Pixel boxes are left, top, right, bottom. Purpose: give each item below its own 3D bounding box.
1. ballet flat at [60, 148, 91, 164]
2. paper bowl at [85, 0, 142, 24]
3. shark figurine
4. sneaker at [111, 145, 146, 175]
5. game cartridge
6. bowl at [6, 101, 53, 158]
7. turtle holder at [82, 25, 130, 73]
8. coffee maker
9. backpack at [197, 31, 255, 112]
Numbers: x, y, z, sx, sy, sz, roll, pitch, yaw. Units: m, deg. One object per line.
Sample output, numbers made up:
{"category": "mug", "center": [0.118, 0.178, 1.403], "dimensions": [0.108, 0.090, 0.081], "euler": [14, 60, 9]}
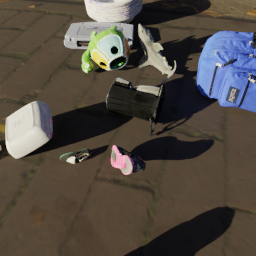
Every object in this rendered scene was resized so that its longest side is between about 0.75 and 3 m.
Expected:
{"category": "ballet flat", "center": [-1.323, 0.739, 7.157], "dimensions": [0.811, 0.276, 0.277], "euler": [-17, 54, -17]}
{"category": "paper bowl", "center": [-0.649, -5.799, 13.202], "dimensions": [2.667, 1.387, 2.667], "euler": [-2, 49, 3]}
{"category": "shark figurine", "center": [0.936, -2.424, 10.330], "dimensions": [1.056, 1.512, 2.530], "euler": [-30, 64, 4]}
{"category": "sneaker", "center": [0.004, 0.757, 6.676], "dimensions": [0.602, 0.499, 1.262], "euler": [1, 16, -26]}
{"category": "game cartridge", "center": [-1.164, -4.017, 12.087], "dimensions": [2.827, 0.578, 1.882], "euler": [3, 45, 2]}
{"category": "bowl", "center": [-2.666, -0.045, 7.312], "dimensions": [1.355, 0.506, 1.356], "euler": [-28, 51, 12]}
{"category": "turtle holder", "center": [-0.781, -2.757, 10.130], "dimensions": [1.810, 1.375, 1.285], "euler": [-13, 61, -29]}
{"category": "coffee maker", "center": [0.170, -0.708, 8.147], "dimensions": [1.547, 1.042, 1.485], "euler": [12, 45, 14]}
{"category": "backpack", "center": [3.412, -1.726, 8.453], "dimensions": [2.617, 2.127, 2.196], "euler": [16, 48, 16]}
